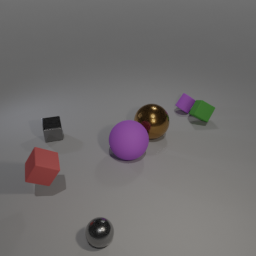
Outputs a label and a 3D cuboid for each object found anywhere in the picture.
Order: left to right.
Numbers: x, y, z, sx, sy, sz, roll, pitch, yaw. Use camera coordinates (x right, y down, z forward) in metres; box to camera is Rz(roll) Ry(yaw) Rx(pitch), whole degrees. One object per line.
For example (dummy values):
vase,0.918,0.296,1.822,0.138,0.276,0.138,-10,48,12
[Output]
cube,-2.357,1.063,7.687,0.700,0.700,0.700,20,30,-33
cube,-2.971,0.046,11.013,0.700,0.700,0.700,-9,48,-15
ball,-0.689,2.533,6.817,0.700,0.700,0.700,0,30,0
ball,0.027,0.421,9.814,1.400,1.400,1.400,0,30,0
ball,0.929,-0.256,11.019,1.400,1.400,1.400,0,30,0
cylinder,2.684,-1.157,13.059,0.700,0.700,0.700,33,9,-6
cube,3.196,-0.745,12.119,0.700,0.700,0.700,28,2,-9
